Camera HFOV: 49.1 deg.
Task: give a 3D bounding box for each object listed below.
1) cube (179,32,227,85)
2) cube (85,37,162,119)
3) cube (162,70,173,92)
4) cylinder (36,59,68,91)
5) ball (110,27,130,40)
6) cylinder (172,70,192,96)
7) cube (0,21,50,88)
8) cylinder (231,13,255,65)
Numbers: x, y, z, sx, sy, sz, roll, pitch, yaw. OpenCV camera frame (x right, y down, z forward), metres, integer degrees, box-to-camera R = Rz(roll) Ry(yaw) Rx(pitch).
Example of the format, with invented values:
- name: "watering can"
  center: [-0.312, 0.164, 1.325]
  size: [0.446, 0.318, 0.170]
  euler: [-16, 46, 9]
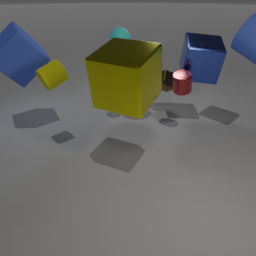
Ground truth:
- name: "cube"
  center: [2.828, -2.699, 10.841]
  size: [1.400, 1.400, 1.400]
  euler: [7, 42, 2]
- name: "cube"
  center: [-0.039, -1.293, 7.048]
  size: [1.400, 1.400, 1.400]
  euler: [15, 42, 23]
- name: "cube"
  center: [1.679, -2.069, 12.375]
  size: [0.700, 0.700, 0.700]
  euler: [12, -10, -28]
- name: "cylinder"
  center: [-2.272, -1.585, 8.406]
  size: [0.700, 0.700, 0.700]
  euler: [-37, 40, -18]
- name: "ball"
  center: [-0.274, -3.100, 9.629]
  size: [0.700, 0.700, 0.700]
  euler: [0, 28, 0]
- name: "cylinder"
  center: [1.990, -1.665, 10.271]
  size: [0.700, 0.700, 0.700]
  euler: [-6, 42, 5]
- name: "cube"
  center: [-3.846, -2.570, 9.798]
  size: [1.400, 1.400, 1.400]
  euler: [-44, 44, 5]
- name: "cylinder"
  center: [4.587, -3.012, 9.710]
  size: [1.400, 1.400, 1.400]
  euler: [43, 44, 19]
